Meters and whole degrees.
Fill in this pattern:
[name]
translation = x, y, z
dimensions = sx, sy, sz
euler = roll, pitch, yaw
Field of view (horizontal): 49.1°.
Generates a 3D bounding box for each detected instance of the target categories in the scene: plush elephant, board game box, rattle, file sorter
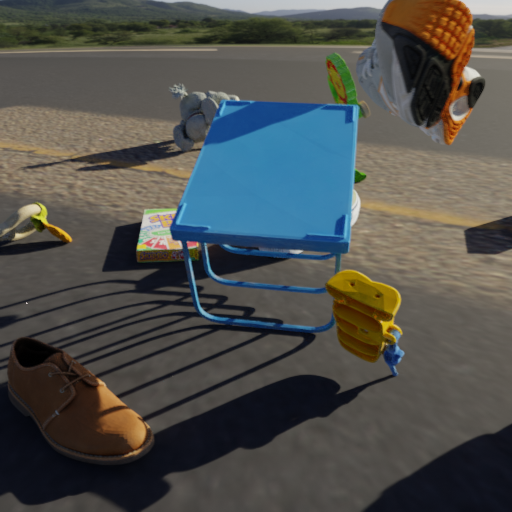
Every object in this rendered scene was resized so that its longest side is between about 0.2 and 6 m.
[plush elephant]
translation = -1.416, -3.572, 14.969
dimensions = 1.657, 1.558, 2.012
euler = -30, -30, 30
[board game box]
translation = -1.484, -0.420, 9.571
dimensions = 0.952, 0.299, 1.992
euler = -2, 23, -6
[rattle]
translation = -3.866, -0.241, 9.203
dimensions = 1.247, 0.891, 0.812
euler = -39, 9, -37
[file sorter]
translation = 0.257, -0.594, 7.333
dimensions = 1.911, 1.690, 2.754
euler = 5, 46, 8

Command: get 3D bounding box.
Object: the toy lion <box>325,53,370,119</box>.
[toy lion]
translation = 1.263, -2.474, 8.247
dimensions = 0.364, 1.015, 1.059
euler = -26, 20, 3

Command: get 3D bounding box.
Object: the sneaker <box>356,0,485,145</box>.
[sneaker]
translation = 1.245, -1.613, 4.876
dimensions = 1.070, 0.881, 2.326
euler = 32, 9, 24

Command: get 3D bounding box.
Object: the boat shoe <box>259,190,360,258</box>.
[boat shoe]
translation = 1.026, -0.842, 9.684
dimensions = 1.036, 0.893, 2.878
euler = 15, 29, 29

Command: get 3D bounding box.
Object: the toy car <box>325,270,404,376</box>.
[toy car]
translation = 2.983, 0.646, 5.945
dimensions = 4.149, 1.381, 2.035
euler = 12, 47, 21

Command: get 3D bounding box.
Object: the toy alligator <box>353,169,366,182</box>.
[toy alligator]
translation = 1.192, -1.850, 12.052
dimensions = 2.571, 0.698, 0.762
euler = -6, 26, -13

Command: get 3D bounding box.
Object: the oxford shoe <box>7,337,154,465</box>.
[oxford shoe]
translation = -1.777, 1.336, 5.341
dimensions = 1.968, 0.701, 0.702
euler = 18, 30, 30
